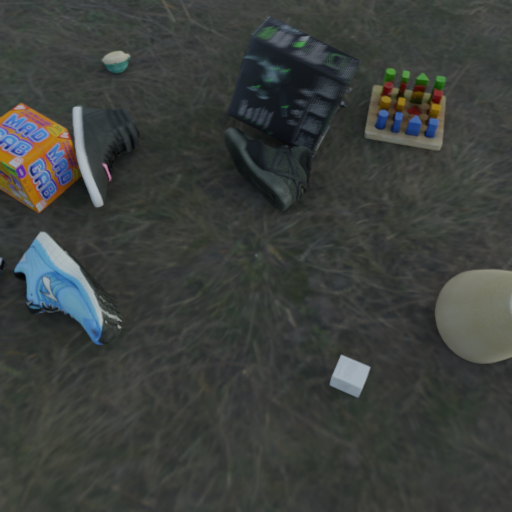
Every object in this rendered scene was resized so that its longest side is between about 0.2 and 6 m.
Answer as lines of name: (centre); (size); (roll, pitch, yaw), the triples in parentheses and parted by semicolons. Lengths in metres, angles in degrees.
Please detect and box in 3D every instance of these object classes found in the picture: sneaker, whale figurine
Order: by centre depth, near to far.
sneaker: (-3.340, 0.749, 9.800); (1.163, 1.013, 2.585); (-45, 60, -9)
sneaker: (0.316, -1.995, 11.546); (1.240, 0.828, 2.165); (-35, 66, -19)
sneaker: (-3.020, -2.189, 11.631); (1.293, 0.922, 2.608); (-10, 58, -10)
whale figurine: (-3.417, -4.762, 13.729); (0.684, 0.446, 0.860); (-12, 33, -3)

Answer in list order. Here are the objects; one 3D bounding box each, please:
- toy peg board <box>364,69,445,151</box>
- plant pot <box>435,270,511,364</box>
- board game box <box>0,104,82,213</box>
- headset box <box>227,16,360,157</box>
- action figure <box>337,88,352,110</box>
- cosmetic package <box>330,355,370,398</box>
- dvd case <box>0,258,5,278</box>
toy peg board: (3.396, -3.350, 12.469); (1.684, 0.824, 1.677); (11, 57, 8)
plant pot: (3.914, 0.870, 8.799); (1.602, 1.710, 1.602); (1, 78, -4)
board game box: (-4.543, -1.948, 11.222); (1.312, 1.311, 1.311); (30, 61, 19)
headset box: (0.652, -3.478, 11.543); (2.241, 1.951, 1.040); (26, 48, 2)
action figure: (1.555, -3.661, 12.995); (1.011, 0.547, 1.045); (29, 88, 25)
cosmetic package: (1.524, 1.964, 9.132); (0.508, 0.419, 0.419); (22, 59, 15)
dvd case: (-5.530, 0.563, 10.214); (1.579, 0.195, 1.187); (0, 56, -1)
